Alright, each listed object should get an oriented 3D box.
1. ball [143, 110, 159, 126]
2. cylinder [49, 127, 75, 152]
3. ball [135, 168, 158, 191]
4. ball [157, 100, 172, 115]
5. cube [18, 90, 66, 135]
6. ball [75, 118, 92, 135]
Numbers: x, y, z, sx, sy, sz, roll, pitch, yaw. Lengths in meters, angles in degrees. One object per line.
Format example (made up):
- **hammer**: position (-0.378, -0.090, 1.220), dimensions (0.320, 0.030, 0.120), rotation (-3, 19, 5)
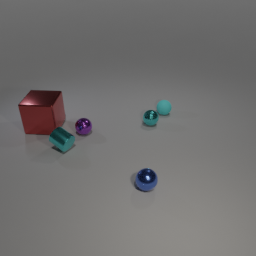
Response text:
- **ball**: position (0.994, -0.448, 12.203), dimensions (0.700, 0.700, 0.700), rotation (0, 30, 0)
- **cylinder**: position (-2.456, 0.415, 10.450), dimensions (0.700, 0.700, 0.700), rotation (34, 40, 14)
- **ball**: position (0.576, 1.596, 8.689), dimensions (0.700, 0.700, 0.700), rotation (0, 30, 0)
- **ball**: position (1.687, -0.964, 13.117), dimensions (0.700, 0.700, 0.700), rotation (0, 30, 0)
- **cube**: position (-3.567, -0.672, 11.826), dimensions (1.400, 1.400, 1.400), rotation (2, 33, 4)
- **ball**: position (-1.826, -0.072, 11.523), dimensions (0.700, 0.700, 0.700), rotation (0, 30, 0)
